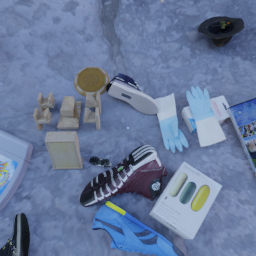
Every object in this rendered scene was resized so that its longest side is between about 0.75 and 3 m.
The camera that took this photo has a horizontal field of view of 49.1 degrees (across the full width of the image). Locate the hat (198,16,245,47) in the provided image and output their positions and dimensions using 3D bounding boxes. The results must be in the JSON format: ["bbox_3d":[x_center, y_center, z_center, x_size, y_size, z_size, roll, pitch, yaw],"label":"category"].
[{"bbox_3d":[3.599,-3.665,10.922,1.893,0.764,1.893,-6,41,6],"label":"hat"}]

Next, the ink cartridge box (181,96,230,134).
[{"bbox_3d":[2.793,-0.474,9.906,1.534,0.520,0.883,-18,70,-7],"label":"ink cartridge box"}]

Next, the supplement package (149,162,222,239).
[{"bbox_3d":[1.684,2.206,8.449,1.319,1.309,1.738,32,72,12],"label":"supplement package"}]

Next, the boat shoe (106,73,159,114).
[{"bbox_3d":[0.285,-1.303,10.126,2.028,0.757,0.941,28,46,-4],"label":"boat shoe"}]

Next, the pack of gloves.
[{"bbox_3d":[1.941,-0.387,9.438,1.946,0.457,2.317,-20,61,15],"label":"pack of gloves"}]

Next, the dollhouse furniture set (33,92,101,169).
[{"bbox_3d":[-2.009,0.044,9.535,2.109,1.494,2.295,-1,48,-1],"label":"dollhouse furniture set"}]

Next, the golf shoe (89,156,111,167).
[{"bbox_3d":[-0.923,1.168,9.331,0.809,0.382,0.314,9,67,31],"label":"golf shoe"}]

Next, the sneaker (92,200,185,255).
[{"bbox_3d":[0.240,3.292,8.241,2.824,0.931,1.107,28,70,13],"label":"sneaker"}]

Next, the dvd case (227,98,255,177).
[{"bbox_3d":[4.827,0.314,9.427,2.054,0.253,2.879,-19,82,-6],"label":"dvd case"}]

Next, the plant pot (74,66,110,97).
[{"bbox_3d":[-1.381,-1.792,10.604,1.355,0.186,1.355,0,70,0],"label":"plant pot"}]

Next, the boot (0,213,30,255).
[{"bbox_3d":[-3.757,3.624,8.219,1.558,0.745,2.063,-7,69,0],"label":"boot"}]

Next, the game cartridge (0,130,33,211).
[{"bbox_3d":[-4.491,1.513,9.155,1.947,0.591,2.920,23,71,5],"label":"game cartridge"}]

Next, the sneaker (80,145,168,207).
[{"bbox_3d":[0.013,1.932,8.715,2.864,1.084,1.654,-35,114,10],"label":"sneaker"}]

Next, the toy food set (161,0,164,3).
[{"bbox_3d":[1.101,-5.984,12.104,1.205,0.394,0.709,24,71,9],"label":"toy food set"}]
